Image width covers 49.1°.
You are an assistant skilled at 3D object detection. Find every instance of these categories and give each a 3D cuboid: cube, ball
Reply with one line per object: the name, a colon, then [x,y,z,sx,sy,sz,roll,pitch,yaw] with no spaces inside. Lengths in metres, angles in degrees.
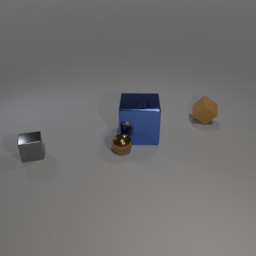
cube: [-3.144,0.605,9.114,0.700,0.700,0.700,-8,31,-14]
cube: [0.415,-0.344,10.046,1.400,1.400,1.400,1,30,2]
ball: [-0.205,0.513,9.270,0.700,0.700,0.700,0,30,0]
cube: [3.020,-0.704,10.997,0.700,0.700,0.700,31,44,-17]
